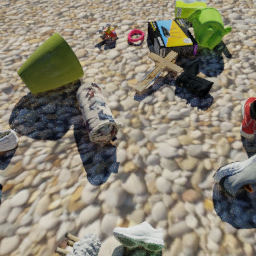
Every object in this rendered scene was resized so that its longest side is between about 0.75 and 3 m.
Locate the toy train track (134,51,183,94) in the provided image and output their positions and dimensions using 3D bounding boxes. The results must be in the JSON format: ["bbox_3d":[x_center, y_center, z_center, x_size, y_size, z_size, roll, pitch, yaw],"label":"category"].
[{"bbox_3d":[1.204,-2.279,11.750,1.593,0.452,2.777,33,61,18],"label":"toy train track"}]

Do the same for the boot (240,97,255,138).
[{"bbox_3d":[4.417,-0.753,9.675,0.680,1.355,1.878,16,49,14],"label":"boot"}]

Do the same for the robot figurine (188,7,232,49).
[{"bbox_3d":[3.819,-4.822,13.360,2.072,1.367,2.362,20,47,-14],"label":"robot figurine"}]

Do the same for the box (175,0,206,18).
[{"bbox_3d":[3.551,-7.219,16.074,1.703,0.666,2.793,5,48,3],"label":"box"}]

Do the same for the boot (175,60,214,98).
[{"bbox_3d":[2.829,-1.975,11.308,1.325,0.598,1.617,30,61,27],"label":"boot"}]

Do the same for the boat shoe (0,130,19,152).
[{"bbox_3d":[-4.631,0.482,8.977,2.037,0.706,0.721,-19,50,-17],"label":"boat shoe"}]

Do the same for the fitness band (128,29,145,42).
[{"bbox_3d":[0.414,-4.611,14.007,0.788,0.205,1.097,11,47,13],"label":"fitness band"}]

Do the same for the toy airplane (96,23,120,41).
[{"bbox_3d":[-0.974,-4.884,13.873,1.045,0.741,1.050,7,48,8],"label":"toy airplane"}]

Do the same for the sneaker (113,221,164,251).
[{"bbox_3d":[0.278,2.694,7.168,1.317,0.513,0.654,13,42,0],"label":"sneaker"}]

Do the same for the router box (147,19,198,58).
[{"bbox_3d":[2.061,-4.345,13.446,1.825,0.625,2.446,-8,48,-7],"label":"router box"}]

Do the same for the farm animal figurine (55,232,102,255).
[{"bbox_3d":[-1.250,3.825,5.206,1.464,2.807,2.776,17,21,17],"label":"farm animal figurine"}]

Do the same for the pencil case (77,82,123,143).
[{"bbox_3d":[-1.073,-0.601,9.788,1.113,0.968,2.488,-17,49,-10],"label":"pencil case"}]

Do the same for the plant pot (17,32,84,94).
[{"bbox_3d":[-3.135,-2.302,10.948,2.094,1.959,1.959,-37,56,-13],"label":"plant pot"}]

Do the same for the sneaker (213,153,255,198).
[{"bbox_3d":[3.723,1.311,8.212,2.412,0.891,0.956,-21,60,-10],"label":"sneaker"}]

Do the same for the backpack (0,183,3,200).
[{"bbox_3d":[-3.883,1.911,7.624,0.812,0.862,1.056,34,61,11],"label":"backpack"}]
